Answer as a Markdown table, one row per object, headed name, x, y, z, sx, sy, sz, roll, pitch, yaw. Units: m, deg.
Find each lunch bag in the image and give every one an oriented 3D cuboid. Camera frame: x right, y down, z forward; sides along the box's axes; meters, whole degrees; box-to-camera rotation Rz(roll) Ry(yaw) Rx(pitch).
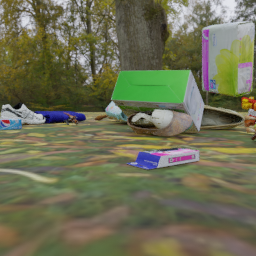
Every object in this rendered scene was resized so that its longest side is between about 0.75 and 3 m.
| name | x | y | z | sx | sy | sz | roll | pitch | yaw |
| --- | --- | --- | --- | --- | --- | --- | --- | --- | --- |
| lunch bag | 0.494 | -1.076 | 13.874 | 2.929 | 1.786 | 2.495 | -14 | 14 | -19 |

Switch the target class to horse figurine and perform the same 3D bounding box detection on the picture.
| name | x | y | z | sx | sy | sz | roll | pitch | yaw |
| --- | --- | --- | --- | --- | --- | --- | --- | --- | --- |
| horse figurine | 3.154 | 0.073 | 5.402 | 1.526 | 0.575 | 2.303 | 12 | 1 | 9 |

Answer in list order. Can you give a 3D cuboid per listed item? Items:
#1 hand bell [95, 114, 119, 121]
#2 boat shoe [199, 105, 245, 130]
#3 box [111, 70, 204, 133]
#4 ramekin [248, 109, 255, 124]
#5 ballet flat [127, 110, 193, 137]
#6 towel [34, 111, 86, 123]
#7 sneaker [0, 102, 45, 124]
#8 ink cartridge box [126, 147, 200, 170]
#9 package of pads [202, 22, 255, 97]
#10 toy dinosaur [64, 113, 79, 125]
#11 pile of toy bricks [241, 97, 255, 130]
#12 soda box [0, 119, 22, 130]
| name | x | y | z | sx | sy | sz | roll | pitch | yaw |
| --- | --- | --- | --- | --- | --- | --- | --- | --- | --- |
| hand bell | -1.295 | -0.707 | 16.646 | 1.861 | 0.969 | 0.969 | -13 | -5 | 40 |
| boat shoe | 2.724 | -0.373 | 9.876 | 2.598 | 0.947 | 0.817 | 7 | -1 | -5 |
| box | 0.973 | -0.761 | 8.549 | 2.237 | 1.082 | 1.974 | 5 | -21 | 30 |
| ramekin | 6.621 | -0.579 | 13.645 | 1.606 | 0.748 | 1.606 | -1 | 3 | 0 |
| ballet flat | 0.742 | -0.170 | 7.743 | 2.138 | 0.728 | 0.719 | -7 | -35 | 47 |
| towel | -3.662 | -0.545 | 15.136 | 1.735 | 0.582 | 2.350 | 13 | 12 | 42 |
| sneaker | -4.745 | -0.659 | 12.948 | 0.889 | 1.031 | 2.351 | 0 | 2 | 27 |
| ink cartridge box | 0.512 | 0.418 | 3.979 | 0.999 | 0.185 | 0.473 | -6 | 7 | -36 |
| package of pads | 4.206 | -2.906 | 11.953 | 1.008 | 2.956 | 2.283 | -13 | 18 | -22 |
| toy dinosaur | -2.574 | -0.394 | 12.484 | 0.772 | 0.524 | 0.395 | 41 | -11 | 3 |
| pile of toy bricks | 3.795 | -0.115 | 7.563 | 0.953 | 1.071 | 1.931 | -33 | 37 | -25 |
| soda box | -4.453 | -0.126 | 10.055 | 1.150 | 0.369 | 0.390 | -4 | 6 | -40 |
